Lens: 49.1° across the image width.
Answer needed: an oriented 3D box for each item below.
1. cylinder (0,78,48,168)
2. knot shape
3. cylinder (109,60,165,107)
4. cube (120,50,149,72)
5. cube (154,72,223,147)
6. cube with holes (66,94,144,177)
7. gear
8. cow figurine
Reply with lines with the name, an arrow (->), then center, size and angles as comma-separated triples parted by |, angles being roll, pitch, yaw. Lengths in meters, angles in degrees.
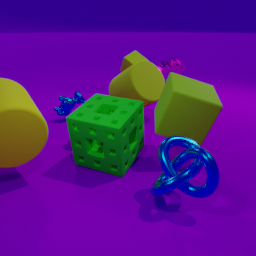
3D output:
cylinder -> -2.398, -0.121, 5.452 | 1.321, 1.321, 1.321 | -13, 38, -30
knot shape -> 0.939, 0.627, 4.882 | 1.279, 0.591, 1.197 | -20, 43, 28
cylinder -> 0.285, -1.339, 9.371 | 1.398, 1.398, 1.398 | -16, -4, -36
cube -> 0.282, -2.820, 12.666 | 0.831, 0.831, 0.831 | 41, 55, 12
cube -> 1.332, -0.444, 6.517 | 1.126, 1.126, 1.126 | 17, 32, -6
cube with holes -> -0.432, 0.112, 6.232 | 1.215, 1.215, 1.215 | 12, 35, 22
gear -> 1.543, -2.123, 11.770 | 1.812, 1.812, 0.335 | -14, 58, -32
cow figurine -> -1.876, -0.781, 9.254 | 0.915, 0.930, 0.510 | 4, 34, -49
